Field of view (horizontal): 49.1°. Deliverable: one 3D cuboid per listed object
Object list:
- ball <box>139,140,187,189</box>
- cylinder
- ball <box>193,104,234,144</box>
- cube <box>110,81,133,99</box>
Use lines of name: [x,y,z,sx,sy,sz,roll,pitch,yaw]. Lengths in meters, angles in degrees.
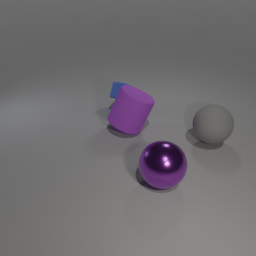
ball: [1.013,1.063,8.151,1.400,1.400,1.400,0,31,0]
cylinder: [0.109,-0.698,10.684,1.400,1.400,1.400,22,23,-10]
ball: [2.994,-0.140,9.868,1.400,1.400,1.400,0,31,0]
cube: [-0.248,-1.549,12.053,0.700,0.700,0.700,16,1,40]
